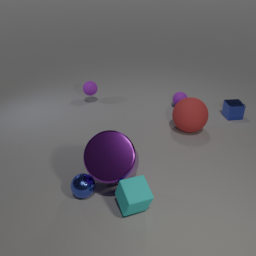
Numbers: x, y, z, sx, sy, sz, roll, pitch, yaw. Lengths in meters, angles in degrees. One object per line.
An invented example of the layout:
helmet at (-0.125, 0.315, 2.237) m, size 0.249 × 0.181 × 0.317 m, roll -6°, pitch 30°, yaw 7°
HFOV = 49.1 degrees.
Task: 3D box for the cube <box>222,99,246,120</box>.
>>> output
cube at (4.635, -0.810, 12.325) m, size 0.700 × 0.700 × 0.700 m, roll -3°, pitch 30°, yaw -5°

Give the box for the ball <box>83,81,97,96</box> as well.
ball at (-1.823, -1.911, 13.492) m, size 0.700 × 0.700 × 0.700 m, roll 0°, pitch 29°, yaw 0°

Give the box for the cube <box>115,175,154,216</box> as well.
cube at (0.146, 1.755, 7.283) m, size 0.700 × 0.700 × 0.700 m, roll -9°, pitch 52°, yaw -23°

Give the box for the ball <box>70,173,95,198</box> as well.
ball at (-1.276, 1.631, 7.942) m, size 0.700 × 0.700 × 0.700 m, roll 0°, pitch 29°, yaw 0°

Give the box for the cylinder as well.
cylinder at (-0.430, 0.880, 8.011) m, size 1.400 × 1.400 × 1.400 m, roll 4°, pitch -12°, yaw 7°

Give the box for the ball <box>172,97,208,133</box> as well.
ball at (2.467, -0.519, 11.112) m, size 1.400 × 1.400 × 1.400 m, roll 0°, pitch 29°, yaw 0°

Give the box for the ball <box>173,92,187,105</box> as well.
ball at (2.467, -1.362, 13.252) m, size 0.700 × 0.700 × 0.700 m, roll 0°, pitch 29°, yaw 0°
